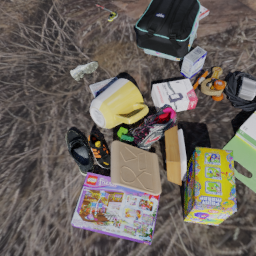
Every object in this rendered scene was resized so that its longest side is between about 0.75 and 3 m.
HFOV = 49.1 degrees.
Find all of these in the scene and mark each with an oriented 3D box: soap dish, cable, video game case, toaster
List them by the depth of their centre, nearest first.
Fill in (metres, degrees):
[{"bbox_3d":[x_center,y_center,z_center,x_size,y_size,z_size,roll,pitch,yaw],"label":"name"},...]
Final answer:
[{"bbox_3d":[1.628,0.947,9.740,0.671,1.301,1.653,-3,45,8],"label":"soap dish"},{"bbox_3d":[5.045,-1.635,11.947,0.700,0.616,1.084,17,59,7],"label":"toaster"},{"bbox_3d":[5.022,-1.555,11.987,1.738,0.541,2.130,-20,58,-6],"label":"cable"},{"bbox_3d":[-0.867,-1.597,12.192,1.304,0.154,1.187,-20,61,-13],"label":"video game case"}]

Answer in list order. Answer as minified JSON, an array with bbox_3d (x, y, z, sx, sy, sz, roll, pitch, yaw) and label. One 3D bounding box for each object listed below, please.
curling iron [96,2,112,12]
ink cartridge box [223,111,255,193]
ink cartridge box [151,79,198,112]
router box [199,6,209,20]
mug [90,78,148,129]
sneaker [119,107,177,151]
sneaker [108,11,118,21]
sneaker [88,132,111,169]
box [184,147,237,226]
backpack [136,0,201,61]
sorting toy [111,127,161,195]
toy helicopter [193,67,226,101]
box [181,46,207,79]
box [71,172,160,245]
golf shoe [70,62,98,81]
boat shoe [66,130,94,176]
[{"bbox_3d":[-1.297,-6.533,15.180,1.123,0.144,0.278,34,64,19],"label":"curling iron"},{"bbox_3d":[4.935,0.763,10.490,2.849,0.683,2.073,-39,67,-23],"label":"ink cartridge box"},{"bbox_3d":[1.904,-1.308,11.704,1.610,0.679,1.166,-11,59,-6],"label":"ink cartridge box"},{"bbox_3d":[3.677,-6.143,14.890,0.952,0.233,0.855,-38,66,-20],"label":"router box"},{"bbox_3d":[-0.441,-0.848,10.528,1.667,2.031,1.627,-35,99,-30],"label":"mug"},{"bbox_3d":[0.634,0.173,10.582,2.870,1.072,1.157,-37,66,-19],"label":"sneaker"},{"bbox_3d":[-0.779,-5.925,14.708,0.284,0.323,0.764,25,62,13],"label":"sneaker"},{"bbox_3d":[-1.060,0.830,10.406,0.532,0.685,1.522,-28,63,-16],"label":"sneaker"},{"bbox_3d":[2.558,1.915,8.999,1.196,1.960,1.888,6,59,4],"label":"box"},{"bbox_3d":[1.927,-4.671,12.791,2.547,2.221,2.898,17,72,15],"label":"backpack"},{"bbox_3d":[0.217,1.072,9.720,1.812,0.361,2.451,18,46,-23],"label":"sorting toy"},{"bbox_3d":[3.665,-2.092,12.281,1.292,0.771,1.954,13,48,20],"label":"toy helicopter"},{"bbox_3d":[2.908,-2.884,12.436,0.970,1.054,0.553,-40,67,-21],"label":"box"},{"bbox_3d":[-0.346,2.654,9.396,2.643,0.517,1.808,11,60,7],"label":"box"},{"bbox_3d":[-2.001,-2.723,12.687,1.335,0.523,0.649,-32,58,-19],"label":"golf shoe"},{"bbox_3d":[-1.848,0.780,10.445,0.755,0.670,2.021,-18,60,-10],"label":"boat shoe"}]
